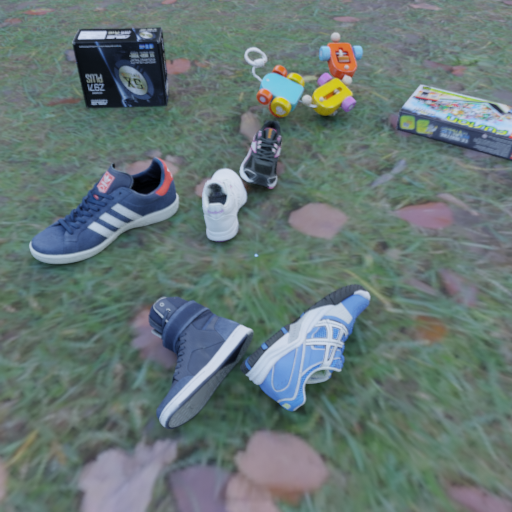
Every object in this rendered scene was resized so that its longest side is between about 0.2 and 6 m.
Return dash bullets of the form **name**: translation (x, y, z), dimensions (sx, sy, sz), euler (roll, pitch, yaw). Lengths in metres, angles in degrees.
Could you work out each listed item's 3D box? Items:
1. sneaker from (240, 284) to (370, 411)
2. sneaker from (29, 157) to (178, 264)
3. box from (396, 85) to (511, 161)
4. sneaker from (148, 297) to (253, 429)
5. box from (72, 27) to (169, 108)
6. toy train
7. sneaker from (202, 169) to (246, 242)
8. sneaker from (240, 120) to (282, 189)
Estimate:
- **sneaker**: translation (0.928, 1.321, 8.476), dimensions (2.596, 0.983, 1.000), euler (-34, 78, -34)
- **sneaker**: translation (-2.889, -0.979, 10.545), dimensions (3.033, 1.282, 1.137), euler (-32, 51, -29)
- **box**: translation (5.144, -3.255, 13.587), dimensions (3.016, 0.524, 1.660), euler (21, 47, 21)
- **sneaker**: translation (-1.173, 1.446, 8.156), dimensions (1.498, 0.788, 2.073), euler (29, 39, 14)
- **box**: translation (-3.406, -4.818, 14.385), dimensions (2.143, 1.755, 0.923), euler (-2, 43, -3)
- **toy train**: translation (1.298, -4.455, 14.270), dimensions (3.165, 0.880, 2.377), euler (-9, 67, -14)
- **sneaker**: translation (-0.625, -1.236, 11.009), dimensions (0.772, 1.028, 2.063), euler (-5, 41, 4)
- **sneaker**: translation (0.156, -2.269, 12.002), dimensions (0.822, 0.883, 2.046), euler (11, 39, -8)
